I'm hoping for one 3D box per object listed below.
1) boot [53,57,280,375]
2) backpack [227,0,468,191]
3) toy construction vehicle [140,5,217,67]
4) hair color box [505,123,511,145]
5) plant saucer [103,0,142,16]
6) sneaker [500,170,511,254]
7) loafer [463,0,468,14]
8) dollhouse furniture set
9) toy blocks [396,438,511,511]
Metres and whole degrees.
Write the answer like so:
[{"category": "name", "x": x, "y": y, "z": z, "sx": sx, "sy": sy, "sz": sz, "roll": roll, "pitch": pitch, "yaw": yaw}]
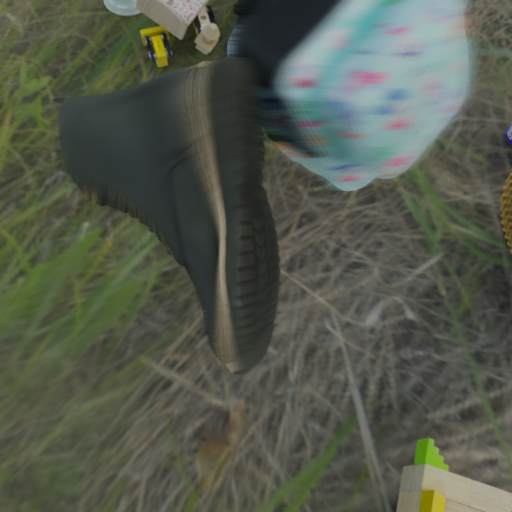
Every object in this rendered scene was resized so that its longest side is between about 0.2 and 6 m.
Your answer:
[{"category": "boot", "x": -1.004, "y": -0.354, "z": 6.269, "sx": 2.236, "sy": 1.252, "sz": 3.233, "roll": -2, "pitch": 97, "yaw": 21}, {"category": "backpack", "x": 1.310, "y": -2.219, "z": 7.089, "sx": 2.169, "sy": 2.882, "sz": 2.558, "roll": 38, "pitch": 84, "yaw": 28}, {"category": "toy construction vehicle", "x": -1.627, "y": -4.687, "z": 11.401, "sx": 1.505, "sy": 0.609, "sz": 1.728, "roll": -17, "pitch": 73, "yaw": -8}, {"category": "hair color box", "x": 5.145, "y": -1.904, "z": 10.071, "sx": 0.701, "sy": 0.416, "sz": 1.282, "roll": -14, "pitch": 63, "yaw": -6}, {"category": "plant saucer", "x": -2.735, "y": -5.619, "z": 11.990, "sx": 1.111, "sy": 0.279, "sz": 1.111, "roll": 0, "pitch": 63, "yaw": 0}, {"category": "sneaker", "x": 5.018, "y": -0.122, "z": 8.827, "sx": 1.479, "sy": 1.230, "sz": 3.283, "roll": -4, "pitch": 71, "yaw": -7}, {"category": "loafer", "x": 3.240, "y": -4.841, "z": 11.232, "sx": 2.752, "sy": 0.928, "sz": 1.046, "roll": -42, "pitch": 71, "yaw": -18}, {"category": "dollhouse furniture set", "x": -0.949, "y": -5.490, "z": 10.817, "sx": 2.780, "sy": 1.357, "sz": 2.371, "roll": 32, "pitch": 65, "yaw": -8}, {"category": "toy blocks", "x": 2.602, "y": 3.844, "z": 6.890, "sx": 1.773, "sy": 1.296, "sz": 2.593, "roll": 20, "pitch": 64, "yaw": -3}]
